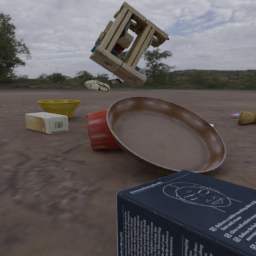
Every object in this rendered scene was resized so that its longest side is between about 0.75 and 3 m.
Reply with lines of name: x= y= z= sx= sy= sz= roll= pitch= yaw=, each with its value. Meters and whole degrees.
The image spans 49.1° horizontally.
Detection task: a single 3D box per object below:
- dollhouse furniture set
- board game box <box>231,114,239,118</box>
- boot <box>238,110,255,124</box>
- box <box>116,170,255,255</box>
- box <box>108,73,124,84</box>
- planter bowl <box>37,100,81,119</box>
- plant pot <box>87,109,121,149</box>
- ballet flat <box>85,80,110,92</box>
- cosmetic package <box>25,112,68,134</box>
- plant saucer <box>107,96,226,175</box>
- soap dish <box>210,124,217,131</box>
dollhouse furniture set: x=-0.257 y=-2.857 z=10.942 sx=2.070 sy=2.082 sz=2.954 roll=31 pitch=-13 yaw=-17
board game box: x=6.031 y=-0.538 z=13.820 sx=1.621 sy=0.158 sz=0.834 roll=10 pitch=13 yaw=44
boot: x=5.752 y=-0.403 z=11.869 sx=1.817 sy=0.601 sz=1.591 roll=8 pitch=13 yaw=35
box: x=0.812 y=1.089 z=2.750 sx=1.173 sy=0.846 sz=1.580 roll=-9 pitch=13 yaw=-40
box: x=-0.460 y=-2.466 z=13.387 sx=0.326 sy=0.633 sz=1.085 roll=41 pitch=-17 yaw=-28
planter bowl: x=-3.360 y=-0.898 z=13.789 sx=2.112 sy=0.880 sz=2.112 roll=1 pitch=10 yaw=0
plant pot: x=-0.425 y=0.006 z=7.852 sx=1.327 sy=1.365 sz=1.365 roll=-8 pitch=11 yaw=-3
ballet flat: x=-1.145 y=-1.619 z=10.946 sx=1.115 sy=0.422 sz=0.356 roll=2 pitch=34 yaw=-40
cosmetic package: x=-3.136 y=-0.216 z=10.757 sx=1.674 sy=0.595 sz=0.880 roll=10 pitch=14 yaw=43
plant saucer: x=0.832 y=0.162 z=6.451 sx=2.801 sy=0.449 sz=2.801 roll=13 pitch=32 yaw=-9
soap dish: x=1.602 y=0.200 z=8.261 sx=1.636 sy=0.664 sz=1.287 roll=7 pitch=12 yaw=36
